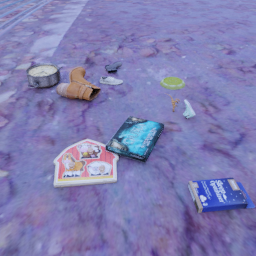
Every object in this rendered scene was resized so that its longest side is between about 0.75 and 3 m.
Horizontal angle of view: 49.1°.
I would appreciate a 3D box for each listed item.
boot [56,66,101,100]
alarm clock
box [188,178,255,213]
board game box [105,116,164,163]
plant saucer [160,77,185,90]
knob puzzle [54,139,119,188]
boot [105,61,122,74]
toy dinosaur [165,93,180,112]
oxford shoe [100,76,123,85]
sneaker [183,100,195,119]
[{"bbox_3d":[-2.078,-2.105,13.254,1.777,0.878,2.289,13,38,18],"label":"boot"},{"bbox_3d":[-4.272,-2.484,13.875,1.611,0.795,2.388,7,34,9],"label":"alarm clock"},{"bbox_3d":[2.701,1.912,8.121,1.686,0.273,1.021,-3,35,-6],"label":"box"},{"bbox_3d":[0.306,0.323,10.207,1.488,0.310,2.200,14,35,17],"label":"board game box"},{"bbox_3d":[2.258,-2.305,14.138,1.277,0.198,1.277,0,36,0],"label":"plant saucer"},{"bbox_3d":[-1.395,0.995,9.351,2.405,0.333,2.405,0,35,0],"label":"knob puzzle"},{"bbox_3d":[-0.709,-3.292,15.459,1.051,0.367,0.692,-22,43,-11],"label":"boot"},{"bbox_3d":[1.877,-1.095,11.557,0.465,0.875,0.264,-16,0,-19],"label":"toy dinosaur"},{"bbox_3d":[-0.855,-2.417,14.177,1.180,0.341,0.444,6,33,5],"label":"oxford shoe"},{"bbox_3d":[2.392,-0.758,11.505,0.451,0.765,0.282,-30,-8,26],"label":"sneaker"}]
